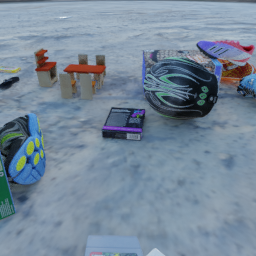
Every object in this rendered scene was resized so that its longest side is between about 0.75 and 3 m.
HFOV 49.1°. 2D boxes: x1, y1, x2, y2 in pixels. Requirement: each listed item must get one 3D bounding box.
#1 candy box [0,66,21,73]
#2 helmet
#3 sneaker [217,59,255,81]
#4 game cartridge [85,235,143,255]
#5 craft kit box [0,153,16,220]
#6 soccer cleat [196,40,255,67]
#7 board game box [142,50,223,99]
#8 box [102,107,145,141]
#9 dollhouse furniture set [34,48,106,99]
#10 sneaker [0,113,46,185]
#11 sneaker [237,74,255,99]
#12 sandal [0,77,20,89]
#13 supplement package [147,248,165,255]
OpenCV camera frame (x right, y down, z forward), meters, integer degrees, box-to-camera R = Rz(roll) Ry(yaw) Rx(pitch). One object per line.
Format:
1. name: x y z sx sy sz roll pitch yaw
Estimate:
1. candy box: -5.767 -2.825 13.513 1.027 0.136 0.525 5 33 9
2. helmet: 1.516 -1.224 8.681 2.005 2.103 2.103 11 27 -15
3. sneaker: 4.120 -2.559 12.454 2.980 1.087 1.149 23 11 35
4. game cartridge: -0.226 2.340 4.384 1.006 0.309 1.512 4 30 -2
5. craft kit box: -3.052 0.470 5.755 0.517 2.132 2.105 -19 34 -30
6. soccer cleat: 3.593 -2.952 10.332 2.299 0.841 0.784 10 47 -21
7. board game box: 1.988 -2.173 11.127 2.777 1.345 2.214 0 30 0
8. box: -0.086 -0.177 8.750 1.159 0.293 1.621 5 31 7
9. dollhouse furniture set: -2.322 -2.447 11.532 2.764 1.439 2.794 4 30 6
10. sneaker: -2.743 0.530 6.948 1.206 1.032 2.910 -16 28 -11
11. sneaker: 4.687 -1.325 10.389 1.151 1.003 2.559 -10 22 19
12. sandal: -5.089 -1.981 11.895 0.492 0.277 1.295 3 30 5
13. supplement package: 0.268 2.401 2.613 1.157 1.909 1.143 -27 39 -37
